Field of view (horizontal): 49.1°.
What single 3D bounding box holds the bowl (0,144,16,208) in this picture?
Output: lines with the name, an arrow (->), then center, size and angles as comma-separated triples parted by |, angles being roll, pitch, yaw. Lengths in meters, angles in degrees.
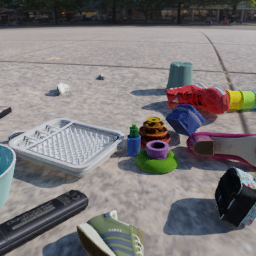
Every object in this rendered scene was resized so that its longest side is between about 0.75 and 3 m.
bowl -> -3.194, 1.182, 5.552 | 1.982, 1.036, 1.982 | 0, 24, 0

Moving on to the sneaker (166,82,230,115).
sneaker -> 2.473, -0.996, 10.652 | 1.710, 1.159, 2.960 | -12, 14, -7

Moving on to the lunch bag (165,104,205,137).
lunch bag -> 1.758, -0.277, 8.635 | 0.760, 0.780, 1.148 | -45, 18, -8

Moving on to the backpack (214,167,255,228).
backpack -> 2.140, 1.301, 5.474 | 0.783, 0.923, 1.040 | 22, 19, -5

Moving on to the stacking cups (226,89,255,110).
stacking cups -> 5.102, -1.053, 10.941 | 2.711, 0.820, 0.820 | 2, 24, -4

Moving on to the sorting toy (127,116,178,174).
sorting toy -> 0.630, 0.299, 7.675 | 1.312, 0.897, 2.184 | -1, 25, -3

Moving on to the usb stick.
usb stick -> -1.783, 1.756, 5.102 | 2.307, 0.376, 0.640 | -21, 25, -39

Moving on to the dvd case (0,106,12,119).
dvd case -> -6.083, -0.430, 10.074 | 2.951, 0.259, 2.105 | 5, 25, 11

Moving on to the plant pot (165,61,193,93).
plant pot -> 2.441, -2.337, 13.010 | 1.358, 1.330, 1.358 | 1, 25, 0

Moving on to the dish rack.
dish rack -> -1.604, 0.505, 7.641 | 2.584, 0.563, 2.217 | 12, 26, 25

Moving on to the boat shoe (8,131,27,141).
boat shoe -> -3.115, 0.273, 8.422 | 0.910, 0.322, 0.413 | -10, 22, -27

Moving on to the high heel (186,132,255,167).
high heel -> 2.897, 0.463, 7.516 | 2.574, 0.868, 1.238 | 9, 8, 3

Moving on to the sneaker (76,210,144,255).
sneaker -> -0.017, 1.902, 4.411 | 0.852, 0.636, 1.898 | -23, 29, -32

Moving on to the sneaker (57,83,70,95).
sneaker -> -3.003, -1.850, 13.029 | 0.535, 0.457, 1.228 | 3, 24, -5

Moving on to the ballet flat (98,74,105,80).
ballet flat -> -1.450, -2.852, 15.431 | 0.289, 0.289, 0.804 | -11, 26, -23
